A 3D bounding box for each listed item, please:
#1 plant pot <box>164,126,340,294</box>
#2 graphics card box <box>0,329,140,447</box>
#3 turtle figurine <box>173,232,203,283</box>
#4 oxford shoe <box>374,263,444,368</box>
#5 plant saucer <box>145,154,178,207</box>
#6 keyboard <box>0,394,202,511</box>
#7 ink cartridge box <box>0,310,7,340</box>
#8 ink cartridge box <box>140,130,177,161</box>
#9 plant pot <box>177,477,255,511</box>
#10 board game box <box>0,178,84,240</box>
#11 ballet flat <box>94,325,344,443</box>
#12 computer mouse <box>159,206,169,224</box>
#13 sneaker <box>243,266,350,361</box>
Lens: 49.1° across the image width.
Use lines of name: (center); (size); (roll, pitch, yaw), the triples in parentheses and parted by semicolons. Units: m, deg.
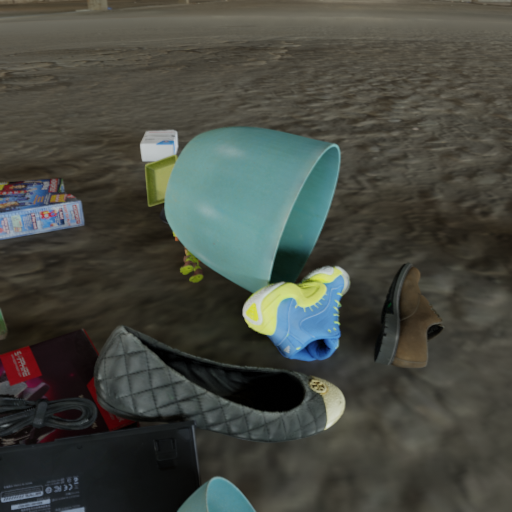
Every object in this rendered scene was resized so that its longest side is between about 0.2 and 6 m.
plant pot: (-0.137, -0.800, 8.355); (1.973, 2.458, 2.458); (23, 35, 16)
graphics card box: (-2.823, 1.890, 5.634); (2.944, 0.749, 1.847); (-17, 34, -26)
turtle figurine: (-1.024, -0.013, 9.056); (0.348, 1.081, 0.872); (-16, 51, 6)
oxford shoe: (2.138, 0.831, 7.682); (0.810, 0.697, 1.918); (14, 43, 9)
plant saucer: (-1.819, -1.493, 11.239); (0.887, 0.888, 0.213); (-11, -8, 34)
keyboard: (-1.836, 1.992, 4.792); (2.786, 0.357, 1.673); (-1, 69, -22)
ink cartridge box: (-3.896, 0.782, 7.174); (1.121, 0.281, 0.902); (-11, 57, -37)
ink cartridge box: (-2.496, -2.860, 14.529); (0.831, 0.484, 1.149); (-1, 29, -2)
plant pot: (-0.378, 2.467, 4.427); (0.760, 1.128, 1.128); (-33, 31, 5)
board game box: (-4.302, -0.952, 10.993); (1.797, 0.555, 1.798); (-5, 29, -10)
ballet flat: (-0.234, 1.372, 5.891); (2.877, 0.817, 0.956); (13, 17, -25)
computer mouse: (-1.079, -0.985, 11.162); (1.701, 0.448, 1.178); (-5, 30, -9)
sneaker: (0.797, 0.866, 7.701); (2.198, 0.832, 1.154); (-14, 62, -46)
